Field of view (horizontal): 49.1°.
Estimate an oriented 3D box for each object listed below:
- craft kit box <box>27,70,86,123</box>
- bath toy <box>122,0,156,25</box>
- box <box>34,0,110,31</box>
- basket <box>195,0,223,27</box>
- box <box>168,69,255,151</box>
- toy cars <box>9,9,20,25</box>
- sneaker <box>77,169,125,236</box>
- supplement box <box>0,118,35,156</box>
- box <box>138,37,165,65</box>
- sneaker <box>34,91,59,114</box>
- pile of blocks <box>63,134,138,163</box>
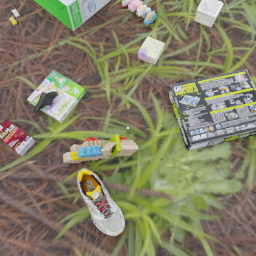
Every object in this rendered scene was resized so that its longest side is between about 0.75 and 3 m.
[{"bbox_3d":[-2.519,-1.131,9.936,1.452,0.357,1.470,31,72,9],"label":"craft kit box"},{"bbox_3d":[0.346,-4.831,11.272,0.633,0.745,1.713,-46,69,7],"label":"bath toy"},{"bbox_3d":[-2.392,-5.903,11.243,2.964,1.433,2.615,39,73,14],"label":"box"},{"bbox_3d":[3.202,-4.610,11.147,0.824,0.662,0.816,26,70,11],"label":"basket"},{"bbox_3d":[3.061,-0.655,9.570,2.842,0.629,2.276,-13,68,-5],"label":"box"},{"bbox_3d":[-4.636,-4.551,11.386,0.355,0.175,0.791,5,68,2],"label":"toy cars"},{"bbox_3d":[-0.894,2.185,8.271,0.866,0.914,2.224,-34,73,-13],"label":"sneaker"},{"bbox_3d":[-3.786,0.301,9.323,1.223,0.372,0.665,34,72,14],"label":"supplement box"},{"bbox_3d":[0.879,-2.927,10.611,0.724,0.398,0.823,26,69,10],"label":"box"},{"bbox_3d":[-2.773,-0.848,9.465,0.509,0.293,0.975,20,108,-31],"label":"sneaker"},{"bbox_3d":[-0.912,0.543,8.903,2.379,0.977,0.739,-8,68,-3],"label":"pile of blocks"}]
